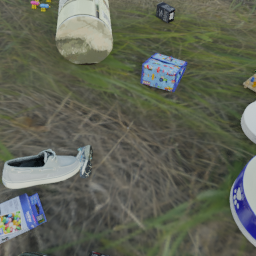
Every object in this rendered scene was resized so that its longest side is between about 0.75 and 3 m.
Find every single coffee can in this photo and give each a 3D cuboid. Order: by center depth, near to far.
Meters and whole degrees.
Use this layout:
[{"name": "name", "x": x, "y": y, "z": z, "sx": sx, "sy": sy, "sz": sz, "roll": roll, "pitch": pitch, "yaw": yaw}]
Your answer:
[{"name": "coffee can", "x": -1.635, "y": -3.996, "z": 10.501, "sx": 1.988, "sy": 1.988, "sz": 2.716, "roll": -4, "pitch": 52, "yaw": -3}]

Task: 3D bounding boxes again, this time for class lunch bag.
[{"name": "lunch bag", "x": 1.332, "y": -2.109, "z": 9.943, "sx": 1.239, "sy": 0.774, "sz": 1.646, "roll": 18, "pitch": 42, "yaw": 15}]

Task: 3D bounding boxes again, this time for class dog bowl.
[{"name": "dog bowl", "x": 3.801, "y": 1.751, "z": 6.598, "sx": 2.494, "sy": 0.982, "sz": 2.494, "roll": 0, "pitch": 51, "yaw": 0}]

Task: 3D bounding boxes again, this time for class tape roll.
[{"name": "tape roll", "x": 4.374, "y": -0.115, "z": 8.492, "sx": 1.808, "sy": 0.330, "sz": 1.808, "roll": 0, "pitch": 51, "yaw": 0}]

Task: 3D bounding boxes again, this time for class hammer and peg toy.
[{"name": "hammer and peg toy", "x": 4.495, "y": -1.576, "z": 9.659, "sx": 0.938, "sy": 0.331, "sz": 0.690, "roll": -35, "pitch": 58, "yaw": -25}]

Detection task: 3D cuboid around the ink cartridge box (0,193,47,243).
[{"name": "ink cartridge box", "x": -2.795, "y": 2.164, "z": 6.725, "sx": 1.447, "sy": 0.304, "sz": 0.864, "roll": -20, "pitch": 55, "yaw": -18}]

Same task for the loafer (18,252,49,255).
[{"name": "loafer", "x": -1.317, "y": 3.234, "z": 5.522, "sx": 2.591, "sy": 0.815, "sz": 0.931, "roll": 27, "pitch": 56, "yaw": 20}]

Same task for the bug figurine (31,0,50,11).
[{"name": "bug figurine", "x": -4.010, "y": -5.942, "z": 13.122, "sx": 0.977, "sy": 0.324, "sz": 1.260, "roll": 3, "pitch": 52, "yaw": 3}]

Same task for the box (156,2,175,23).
[{"name": "box", "x": 1.635, "y": -5.055, "z": 12.256, "sx": 0.406, "sy": 0.576, "sz": 0.779, "roll": -32, "pitch": 59, "yaw": -24}]

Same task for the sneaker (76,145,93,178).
[{"name": "sneaker", "x": -1.239, "y": 0.946, "z": 7.681, "sx": 0.449, "sy": 0.404, "sz": 1.040, "roll": -7, "pitch": 44, "yaw": 10}]

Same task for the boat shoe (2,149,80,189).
[{"name": "boat shoe", "x": -1.738, "y": 0.782, "z": 5.874, "sx": 1.675, "sy": 0.597, "sz": 0.584, "roll": -9, "pitch": 34, "yaw": -37}]

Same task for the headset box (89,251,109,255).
[{"name": "headset box", "x": -0.590, "y": 2.967, "z": 5.686, "sx": 0.697, "sy": 0.937, "sz": 0.352, "roll": 12, "pitch": 97, "yaw": 8}]
